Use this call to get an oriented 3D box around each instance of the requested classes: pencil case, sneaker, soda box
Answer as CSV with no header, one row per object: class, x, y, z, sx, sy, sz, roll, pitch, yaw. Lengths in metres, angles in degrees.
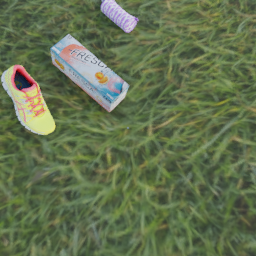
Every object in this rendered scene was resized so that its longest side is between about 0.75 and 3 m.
pencil case,-0.322,-3.914,9.670,0.600,0.589,1.403,-44,74,2
sneaker,-2.833,-0.802,8.084,0.889,1.027,2.275,-39,99,-35
soda box,-1.193,-1.673,8.591,2.503,0.856,0.796,40,68,5
